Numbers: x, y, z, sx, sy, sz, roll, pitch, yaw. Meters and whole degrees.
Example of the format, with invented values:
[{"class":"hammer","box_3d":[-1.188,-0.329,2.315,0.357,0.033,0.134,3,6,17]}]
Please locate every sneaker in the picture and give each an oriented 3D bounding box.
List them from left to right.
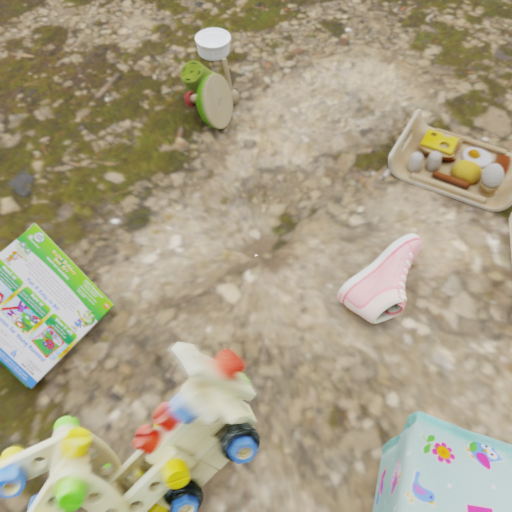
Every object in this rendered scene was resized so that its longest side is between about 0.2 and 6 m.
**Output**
[{"class":"sneaker","box_3d":[2.594,0.495,10.463,2.044,0.769,1.069,-36,57,-17]}]

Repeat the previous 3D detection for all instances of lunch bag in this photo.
[{"class":"lunch bag","box_3d":[3.136,3.918,7.133,3.217,1.962,2.741,19,52,7]}]

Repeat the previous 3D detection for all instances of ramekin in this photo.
[{"class":"ramekin","box_3d":[-1.184,-5.814,15.445,0.981,0.478,0.981,0,52,0]}]

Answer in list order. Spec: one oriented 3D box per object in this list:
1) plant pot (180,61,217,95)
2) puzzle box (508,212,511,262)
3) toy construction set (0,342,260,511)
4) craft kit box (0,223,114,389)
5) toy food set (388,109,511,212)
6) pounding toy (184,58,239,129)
[{"class":"plant pot","box_3d":[-1.413,-4.339,13.830,0.953,0.905,0.953,-4,77,18]},{"class":"puzzle box","box_3d":[5.986,0.394,10.781,1.981,0.378,2.977,11,54,7]},{"class":"toy construction set","box_3d":[-1.415,2.486,7.589,3.861,2.531,1.778,-39,31,18]},{"class":"craft kit box","box_3d":[-3.888,0.842,9.667,2.044,0.496,2.019,50,62,-14]},{"class":"toy food set","box_3d":[4.603,-2.275,12.515,2.807,0.848,2.014,24,56,17]},{"class":"pounding toy","box_3d":[-1.146,-3.824,13.594,0.771,1.283,1.663,3,48,28]}]
